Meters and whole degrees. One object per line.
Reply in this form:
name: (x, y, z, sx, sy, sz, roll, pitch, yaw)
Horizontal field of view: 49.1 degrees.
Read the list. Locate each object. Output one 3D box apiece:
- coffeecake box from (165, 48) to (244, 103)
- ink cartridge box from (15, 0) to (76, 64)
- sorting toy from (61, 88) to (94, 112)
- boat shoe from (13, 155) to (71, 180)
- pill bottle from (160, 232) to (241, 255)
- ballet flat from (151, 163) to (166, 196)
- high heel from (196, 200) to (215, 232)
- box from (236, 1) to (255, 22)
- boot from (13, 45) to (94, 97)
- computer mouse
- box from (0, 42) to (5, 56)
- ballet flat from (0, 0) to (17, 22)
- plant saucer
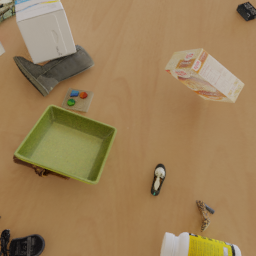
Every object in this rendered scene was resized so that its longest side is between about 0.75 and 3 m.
coffeecake box: (2.754, -1.877, 10.243, 2.257, 1.733, 0.825, 30, 88, -24)
ink cartridge box: (-3.442, -4.232, 11.665, 1.831, 1.839, 2.507, -19, 43, -8)
sorting toy: (-2.101, -0.973, 11.280, 1.088, 0.196, 1.461, 12, 63, 6)
boat shoe: (-2.961, 1.292, 9.730, 2.237, 0.805, 0.756, 10, 60, 2)
pill bottle: (2.061, 3.780, 8.179, 2.134, 1.200, 1.200, 13, 63, 6)
ballet flat: (1.082, 1.747, 9.706, 0.417, 0.419, 1.225, 11, 62, 6)
high heel: (2.362, 2.852, 9.132, 0.686, 0.344, 0.962, 35, 51, 10)
box: (5.858, -5.708, 13.716, 0.635, 0.355, 0.900, -20, 64, -14)
boot: (-3.121, -2.788, 11.827, 2.628, 0.954, 2.389, -43, 84, -13)
computer mouse: (-3.251, 3.688, 8.726, 1.551, 0.409, 1.074, -7, 62, 9)
box: (-6.597, -3.792, 12.316, 1.855, 1.011, 1.186, 36, 68, 18)
ballet flat: (-6.275, -5.524, 13.354, 0.908, 0.908, 2.447, 39, 69, 19)
plant saucer: (-2.002, 0.621, 9.648, 2.711, 0.650, 2.715, 20, 43, -2)
